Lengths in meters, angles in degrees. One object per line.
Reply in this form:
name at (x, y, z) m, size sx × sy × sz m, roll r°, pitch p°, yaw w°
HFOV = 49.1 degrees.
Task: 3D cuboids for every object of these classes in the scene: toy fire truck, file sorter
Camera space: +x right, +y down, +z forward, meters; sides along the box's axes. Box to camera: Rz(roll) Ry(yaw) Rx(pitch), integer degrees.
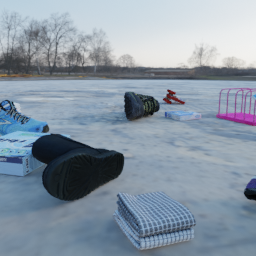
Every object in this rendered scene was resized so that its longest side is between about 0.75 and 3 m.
toy fire truck at (2.566, -1.630, 15.531) m, size 1.045 × 0.698 × 1.244 m, roll 23°, pitch 11°, yaw -7°
file sorter at (4.464, -0.871, 10.411) m, size 1.311 × 1.183 × 1.886 m, roll -6°, pitch 13°, yaw -23°

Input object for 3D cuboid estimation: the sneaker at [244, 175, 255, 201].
sneaker at (2.077, 1.023, 3.874) m, size 0.910 × 0.345 × 0.399 m, roll 19°, pitch 48°, yaw 42°

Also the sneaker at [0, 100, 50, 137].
sneaker at (-3.156, -0.221, 7.465) m, size 2.225 × 1.001 × 0.872 m, roll 10°, pitch 22°, yaw 15°

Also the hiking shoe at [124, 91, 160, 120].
hiking shoe at (0.581, -0.964, 11.070) m, size 1.437 × 1.081 × 2.855 m, roll -4°, pitch 11°, yaw -3°

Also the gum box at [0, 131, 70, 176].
gum box at (-2.311, 0.477, 6.000) m, size 1.493 × 0.392 × 1.757 m, roll 4°, pitch 13°, yaw 16°

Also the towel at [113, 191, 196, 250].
towel at (0.285, 1.047, 3.384) m, size 0.721 × 0.373 × 0.871 m, roll -4°, pitch 13°, yaw -22°

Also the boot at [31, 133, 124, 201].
boot at (-1.139, 0.569, 4.750) m, size 1.536 × 0.698 × 1.828 m, roll 11°, pitch 9°, yaw 29°

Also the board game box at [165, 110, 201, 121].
board game box at (2.146, -0.505, 10.993) m, size 1.022 × 0.222 × 1.017 m, roll -6°, pitch 15°, yaw -27°

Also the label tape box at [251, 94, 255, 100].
label tape box at (2.469, 0.271, 3.497) m, size 1.327 × 0.612 × 1.852 m, roll -16°, pitch 58°, yaw -25°

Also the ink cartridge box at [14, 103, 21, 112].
ink cartridge box at (-5.291, -0.937, 12.710) m, size 0.605 × 0.347 × 1.032 m, roll -10°, pitch 15°, yaw -38°
